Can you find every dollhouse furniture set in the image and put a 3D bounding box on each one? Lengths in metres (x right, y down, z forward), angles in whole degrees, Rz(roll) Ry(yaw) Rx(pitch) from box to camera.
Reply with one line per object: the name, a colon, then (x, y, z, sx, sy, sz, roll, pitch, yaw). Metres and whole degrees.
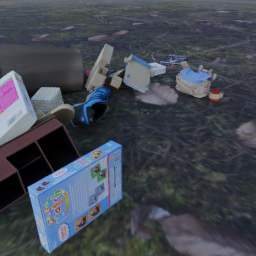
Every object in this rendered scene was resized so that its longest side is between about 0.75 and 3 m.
dollhouse furniture set: (-0.292, -1.770, 11.424, 2.487, 1.623, 2.347, 24, 44, -16)

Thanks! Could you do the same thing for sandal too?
sandal: (-2.411, -0.255, 8.166, 2.030, 0.744, 0.668, -24, 40, 16)

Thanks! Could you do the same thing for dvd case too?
dvd case: (2.491, -3.654, 15.112, 1.173, 0.126, 1.578, 11, 32, 19)

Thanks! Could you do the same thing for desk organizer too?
desk organizer: (-2.366, 0.799, 6.502, 0.955, 0.890, 2.481, 30, 48, 32)

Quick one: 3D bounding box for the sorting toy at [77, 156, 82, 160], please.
sorting toy: (-1.643, 0.896, 7.357, 0.902, 0.133, 0.667, 8, 31, 12)

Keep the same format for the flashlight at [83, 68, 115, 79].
flashlight: (-1.602, -2.440, 12.499, 2.034, 0.691, 0.689, 4, 33, 8)

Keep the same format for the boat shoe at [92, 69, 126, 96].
boat shoe: (-0.753, -1.801, 11.450, 0.705, 0.796, 2.176, 2, 25, 39)

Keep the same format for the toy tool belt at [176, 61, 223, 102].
toy tool belt: (2.821, -1.870, 11.008, 1.217, 1.198, 1.949, -27, 40, -37)

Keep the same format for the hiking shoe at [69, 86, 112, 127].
hiking shoe: (-0.974, -0.692, 9.185, 1.008, 0.865, 2.325, 4, 33, 25)

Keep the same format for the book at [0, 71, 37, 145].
book: (-3.547, -0.445, 7.896, 1.740, 0.626, 2.605, -42, 44, 5)

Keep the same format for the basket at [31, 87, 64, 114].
basket: (-2.804, -0.879, 9.775, 0.819, 0.746, 1.209, 2, 31, 3)

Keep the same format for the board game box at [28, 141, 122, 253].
board game box: (-0.880, 1.272, 5.419, 0.351, 1.449, 1.916, 25, 38, 35)

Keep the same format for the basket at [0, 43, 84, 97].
basket: (-3.353, -2.272, 11.040, 2.945, 2.003, 2.655, -6, 42, -18)

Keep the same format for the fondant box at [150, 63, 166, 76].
fondant box: (1.114, -2.795, 13.446, 1.145, 0.333, 0.826, -21, 36, -30)

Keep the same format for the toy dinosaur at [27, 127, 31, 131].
toy dinosaur: (-2.981, 0.453, 7.611, 1.693, 0.652, 0.866, 0, 26, -4)
